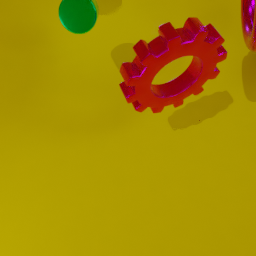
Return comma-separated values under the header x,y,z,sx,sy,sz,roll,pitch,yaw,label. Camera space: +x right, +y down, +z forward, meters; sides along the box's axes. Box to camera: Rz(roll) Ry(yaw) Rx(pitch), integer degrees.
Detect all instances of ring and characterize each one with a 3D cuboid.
x,y,z,sx,sy,sz,roll,pitch,yaw,label
2.155,-2.114,4.647,0.333,1.666,1.666,-3,65,14,ring

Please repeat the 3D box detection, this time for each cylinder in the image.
x,y,z,sx,sy,sz,roll,pitch,yaw,label
-1.094,-2.627,6.351,0.833,0.833,0.833,-3,29,-1,cylinder

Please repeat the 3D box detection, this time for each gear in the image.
x,y,z,sx,sy,sz,roll,pitch,yaw,label
0.781,-0.989,4.895,1.879,1.879,0.348,-20,61,-9,gear
